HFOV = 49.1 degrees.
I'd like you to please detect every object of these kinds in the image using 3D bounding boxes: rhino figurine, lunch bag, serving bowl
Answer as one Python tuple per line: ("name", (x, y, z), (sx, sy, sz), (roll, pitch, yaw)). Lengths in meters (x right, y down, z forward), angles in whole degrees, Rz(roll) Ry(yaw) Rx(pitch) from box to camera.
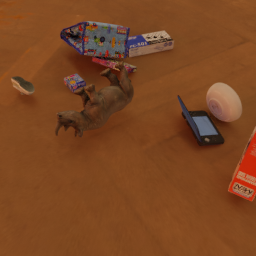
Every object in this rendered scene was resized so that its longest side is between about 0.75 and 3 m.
("rhino figurine", (-0.925, -0.655, 8.000), (2.822, 1.234, 0.844), (-41, 22, -23))
("lunch bag", (-1.402, -3.505, 10.887), (1.862, 1.163, 2.473), (-5, 22, -32))
("serving bowl", (2.822, -0.715, 8.530), (0.422, 1.284, 1.284), (-29, 52, -15))

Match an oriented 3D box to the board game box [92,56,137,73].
("board game box", (-0.498, -2.420, 10.606), (1.503, 0.243, 0.902), (23, 28, 16))

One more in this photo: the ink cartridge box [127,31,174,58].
("ink cartridge box", (0.822, -3.573, 11.856), (1.999, 0.442, 0.940), (-15, 48, -14))

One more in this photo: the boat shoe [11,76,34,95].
("boat shoe", (-3.529, -1.368, 9.399), (1.197, 0.384, 0.441), (31, 37, 31))

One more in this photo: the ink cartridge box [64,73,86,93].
("ink cartridge box", (-1.863, -1.578, 10.015), (0.539, 0.301, 0.789), (-28, 52, -24))

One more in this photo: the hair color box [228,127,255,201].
("hair color box", (3.051, 0.607, 6.578), (0.616, 1.927, 1.068), (23, 24, 21))

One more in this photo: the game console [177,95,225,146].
("game console", (2.147, -0.264, 8.255), (1.234, 0.856, 1.446), (-4, 46, -16))
